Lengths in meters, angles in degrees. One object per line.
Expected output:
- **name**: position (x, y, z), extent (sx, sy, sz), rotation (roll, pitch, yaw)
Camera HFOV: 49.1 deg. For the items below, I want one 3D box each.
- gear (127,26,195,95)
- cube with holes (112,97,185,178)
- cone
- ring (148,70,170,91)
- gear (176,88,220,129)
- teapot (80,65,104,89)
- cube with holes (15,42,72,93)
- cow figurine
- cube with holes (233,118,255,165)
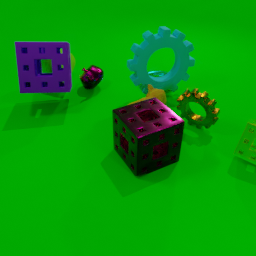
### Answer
- **gear**: position (0.976, -1.896, 8.193), extent (1.968, 1.968, 0.364), rotation (-10, 35, -13)
- **cube with holes**: position (0.415, 0.181, 6.310), extent (1.135, 1.135, 1.135), rotation (-18, 40, -23)
- **cone**: position (-2.172, -1.636, 8.978), extent (1.233, 1.233, 1.237), rotation (-12, 59, -15)
- **ring**: position (1.014, -1.589, 9.414), extent (1.252, 0.250, 1.252), rotation (0, 37, 0)
- **gear**: position (1.782, -0.479, 7.189), extent (1.120, 1.120, 0.207), rotation (26, 54, 30)
- **teapot**: position (-1.206, -1.665, 8.971), extent (0.838, 0.660, 1.347), rotation (-42, 23, 12)
- **cube with holes**: position (-2.263, -1.700, 7.775), extent (1.283, 1.283, 1.283), rotation (-2, 15, -8)
- **cow figurine**: position (0.471, -0.628, 7.788), extent (1.311, 0.720, 1.290), rotation (-17, 33, -2)
- **cube with holes**: position (2.897, 0.328, 6.158), extent (0.771, 0.771, 0.771), rotation (26, 20, 22)
